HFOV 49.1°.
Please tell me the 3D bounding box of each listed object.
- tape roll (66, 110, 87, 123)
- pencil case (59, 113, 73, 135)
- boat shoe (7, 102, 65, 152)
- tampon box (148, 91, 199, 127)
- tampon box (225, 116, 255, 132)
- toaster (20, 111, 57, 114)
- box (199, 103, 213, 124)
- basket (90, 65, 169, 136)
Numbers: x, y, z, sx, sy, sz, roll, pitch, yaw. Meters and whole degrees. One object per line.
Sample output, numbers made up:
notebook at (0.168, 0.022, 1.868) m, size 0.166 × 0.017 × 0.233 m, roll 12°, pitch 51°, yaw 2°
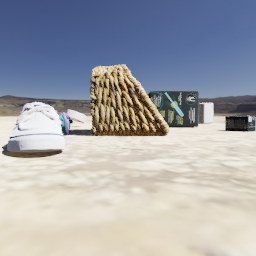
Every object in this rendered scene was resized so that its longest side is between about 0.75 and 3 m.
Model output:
tape roll at (-2.224, -0.491, 11.940) m, size 0.880 × 0.308 × 0.880 m, roll 19°, pitch -8°, yaw 3°
pencil case at (-2.181, -0.110, 7.490) m, size 1.306 × 0.604 × 0.556 m, roll 0°, pitch 3°, yaw 5°
boat shoe at (-1.572, -0.052, 4.758) m, size 0.873 × 0.775 × 2.372 m, roll -1°, pitch 3°, yaw -22°
tampon box at (1.831, -0.773, 11.589) m, size 1.941 × 1.455 × 1.225 m, roll 1°, pitch 3°, yaw 1°
tampon box at (3.689, -0.152, 9.193) m, size 0.591 × 0.498 × 0.789 m, roll -3°, pitch 4°, yaw -43°
toaster at (-3.223, -0.307, 10.304) m, size 1.049 × 0.688 × 1.160 m, roll 3°, pitch 4°, yaw 27°
box at (3.332, -0.836, 15.889) m, size 0.971 × 1.166 × 2.839 m, roll -4°, pitch 4°, yaw -44°
basket at (0.081, -0.855, 8.333) m, size 2.081 × 1.994 × 2.793 m, roll -1°, pitch 3°, yaw 3°
